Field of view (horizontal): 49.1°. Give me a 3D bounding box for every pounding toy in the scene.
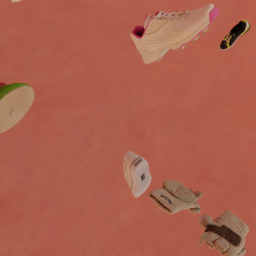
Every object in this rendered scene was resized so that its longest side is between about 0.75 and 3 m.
[{"bbox_3d":[-2.447,-0.382,5.099,0.661,1.100,1.425,39,88,6],"label":"pounding toy"}]

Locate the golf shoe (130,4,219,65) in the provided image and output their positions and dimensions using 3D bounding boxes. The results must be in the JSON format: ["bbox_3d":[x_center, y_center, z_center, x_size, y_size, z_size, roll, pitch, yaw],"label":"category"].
[{"bbox_3d":[0.960,-2.342,6.597,1.065,2.327,0.877,48,51,-20],"label":"golf shoe"}]

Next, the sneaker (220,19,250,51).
[{"bbox_3d":[2.709,-2.445,7.301,0.397,0.959,0.344,3,53,-40],"label":"sneaker"}]

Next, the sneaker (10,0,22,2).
[{"bbox_3d":[-2.728,-3.883,7.750,0.954,2.107,0.700,3,94,-31],"label":"sneaker"}]

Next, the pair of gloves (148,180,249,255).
[{"bbox_3d":[0.812,0.994,3.156,1.110,0.944,0.195,34,108,21],"label":"pair of gloves"}]

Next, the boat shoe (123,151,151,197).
[{"bbox_3d":[0.142,0.993,5.974,0.522,1.450,0.476,-40,59,-16],"label":"boat shoe"}]
